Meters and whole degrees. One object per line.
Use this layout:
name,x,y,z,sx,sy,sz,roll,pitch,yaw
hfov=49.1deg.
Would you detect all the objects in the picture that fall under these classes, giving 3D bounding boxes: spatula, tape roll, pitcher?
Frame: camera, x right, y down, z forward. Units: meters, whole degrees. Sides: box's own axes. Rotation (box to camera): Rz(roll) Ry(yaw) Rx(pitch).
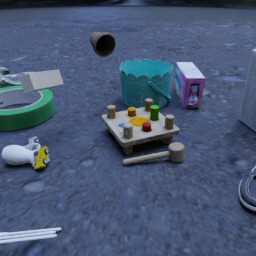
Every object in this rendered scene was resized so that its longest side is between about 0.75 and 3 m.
spatula,-2.137,2.062,5.226,1.679,0.135,1.168,-2,-12,-9
tape roll,-4.172,-0.816,10.435,2.754,0.662,2.754,0,30,0
pitcher,-2.957,0.691,7.819,0.898,0.544,0.770,7,42,0

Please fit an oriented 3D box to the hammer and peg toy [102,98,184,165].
hammer and peg toy,0.461,0.057,8.543,2.006,0.962,2.728,-11,31,-20

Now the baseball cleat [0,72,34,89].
baseball cleat,-5.037,-1.896,12.268,2.877,1.003,1.531,-8,23,-33

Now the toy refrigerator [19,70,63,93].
toy refrigerator,-2.509,-1.372,8.190,0.446,0.483,1.273,-12,10,28

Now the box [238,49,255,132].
box,5.390,-1.216,9.134,2.616,2.602,1.709,-8,30,-14

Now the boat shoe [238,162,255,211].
boat shoe,3.406,1.073,6.908,0.903,0.780,2.486,20,35,31

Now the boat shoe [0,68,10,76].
boat shoe,-6.279,-2.343,13.251,0.529,0.632,1.769,16,39,27

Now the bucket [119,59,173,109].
bucket,0.723,-1.811,11.384,2.279,1.483,2.279,0,30,0

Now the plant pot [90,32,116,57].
plant pot,-0.966,-3.031,9.880,0.851,0.851,0.742,-18,44,-29

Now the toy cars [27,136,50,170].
toy cars,-2.555,0.736,7.986,0.626,0.309,1.397,-50,44,-9

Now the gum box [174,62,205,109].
gum box,2.487,-1.785,11.535,0.738,1.267,2.232,-1,29,-1
